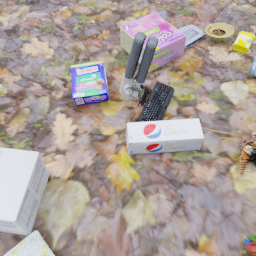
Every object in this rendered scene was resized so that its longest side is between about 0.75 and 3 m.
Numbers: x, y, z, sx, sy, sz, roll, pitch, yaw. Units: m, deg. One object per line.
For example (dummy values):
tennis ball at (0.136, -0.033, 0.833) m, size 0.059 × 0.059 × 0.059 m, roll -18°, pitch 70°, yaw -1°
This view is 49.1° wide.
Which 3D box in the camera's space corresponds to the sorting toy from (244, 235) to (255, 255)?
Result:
sorting toy at (3.336, 3.110, 7.289) m, size 0.545 × 0.907 × 0.372 m, roll -9°, pitch 89°, yaw 38°

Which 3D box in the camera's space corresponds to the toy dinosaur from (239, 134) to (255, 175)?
toy dinosaur at (4.029, 0.865, 8.853) m, size 1.189 × 0.895 × 1.753 m, roll 27°, pitch 77°, yaw 35°

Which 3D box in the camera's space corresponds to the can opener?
can opener at (0.305, -1.923, 9.093) m, size 0.768 × 2.918 × 0.970 m, roll 20°, pitch 61°, yaw 1°

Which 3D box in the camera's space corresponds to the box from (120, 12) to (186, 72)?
box at (1.007, -3.652, 11.777) m, size 1.851 × 1.017 × 2.104 m, roll -29°, pitch 60°, yaw -19°

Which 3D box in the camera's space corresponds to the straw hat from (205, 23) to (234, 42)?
straw hat at (4.018, -4.140, 12.441) m, size 1.222 × 0.517 × 1.222 m, roll -3°, pitch 52°, yaw 3°

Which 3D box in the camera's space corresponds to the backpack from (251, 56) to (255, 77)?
backpack at (5.289, -2.468, 11.096) m, size 0.855 × 0.908 × 1.113 m, roll -1°, pitch 60°, yaw 10°

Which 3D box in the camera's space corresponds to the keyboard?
keyboard at (0.921, -0.980, 10.251) m, size 1.102 × 0.419 × 2.117 m, roll 18°, pitch 56°, yaw 13°

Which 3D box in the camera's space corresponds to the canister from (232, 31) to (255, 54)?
canister at (5.022, -3.721, 12.209) m, size 0.708 × 0.413 × 0.954 m, roll 25°, pitch 60°, yaw 17°

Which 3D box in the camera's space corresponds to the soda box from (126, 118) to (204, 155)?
soda box at (1.159, 0.282, 9.127) m, size 2.397 × 0.763 × 0.816 m, roll -4°, pitch 54°, yaw -2°

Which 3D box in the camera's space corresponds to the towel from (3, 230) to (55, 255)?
towel at (-2.412, 3.850, 6.766) m, size 1.779 × 0.500 × 2.078 m, roll -35°, pitch 61°, yaw -26°

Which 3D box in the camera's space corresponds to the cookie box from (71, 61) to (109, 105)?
cookie box at (-1.433, -1.692, 10.472) m, size 1.278 × 0.561 × 1.493 m, roll -9°, pitch 63°, yaw 0°

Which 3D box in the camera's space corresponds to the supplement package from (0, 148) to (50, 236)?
supplement package at (-3.771, 1.664, 7.739) m, size 2.504 × 1.388 × 1.950 m, roll 7°, pitch 55°, yaw 3°

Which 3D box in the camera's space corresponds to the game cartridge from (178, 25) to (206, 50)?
game cartridge at (2.601, -4.079, 12.545) m, size 1.561 × 0.319 × 1.039 m, roll -34°, pitch 65°, yaw -22°
